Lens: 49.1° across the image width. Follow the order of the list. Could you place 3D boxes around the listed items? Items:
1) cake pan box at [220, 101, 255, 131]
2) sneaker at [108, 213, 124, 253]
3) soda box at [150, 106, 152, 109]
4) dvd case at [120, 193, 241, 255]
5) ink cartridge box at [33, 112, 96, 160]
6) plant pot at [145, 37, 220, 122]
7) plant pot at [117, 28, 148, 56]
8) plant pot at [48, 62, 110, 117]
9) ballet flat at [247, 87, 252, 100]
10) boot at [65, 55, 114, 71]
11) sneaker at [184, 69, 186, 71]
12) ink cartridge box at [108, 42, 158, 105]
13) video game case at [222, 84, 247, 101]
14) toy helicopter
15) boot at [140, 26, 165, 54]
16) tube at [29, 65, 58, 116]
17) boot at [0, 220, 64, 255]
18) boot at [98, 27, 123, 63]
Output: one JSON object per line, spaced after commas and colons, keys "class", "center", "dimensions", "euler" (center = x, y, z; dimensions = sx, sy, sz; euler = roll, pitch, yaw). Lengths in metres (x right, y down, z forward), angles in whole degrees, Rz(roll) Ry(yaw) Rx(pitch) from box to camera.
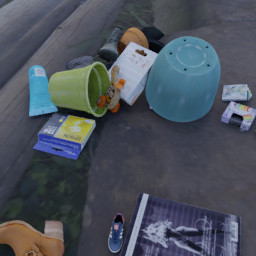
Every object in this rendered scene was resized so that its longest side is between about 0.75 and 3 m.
{"class": "cake pan box", "center": [4.425, -0.485, 11.173], "dimensions": [1.111, 0.316, 1.206], "euler": [24, 48, 26]}
{"class": "sneaker", "center": [-0.319, 2.801, 7.589], "dimensions": [0.386, 0.435, 1.029], "euler": [3, 44, 3]}
{"class": "soda box", "center": [1.592, -1.117, 11.706], "dimensions": [1.364, 0.464, 0.434], "euler": [-1, 45, 0]}
{"class": "dvd case", "center": [1.451, 3.019, 7.499], "dimensions": [2.973, 0.237, 2.211], "euler": [11, 44, 12]}
{"class": "ink cartridge box", "center": [-2.335, 0.219, 10.370], "dimensions": [1.748, 0.416, 1.768], "euler": [12, 43, 12]}
{"class": "plant pot", "center": [2.183, -2.042, 10.772], "dimensions": [2.884, 2.315, 2.884], "euler": [1, 61, -1]}
{"class": "plant pot", "center": [0.130, -4.151, 14.233], "dimensions": [1.526, 1.526, 1.068], "euler": [33, 59, 30]}
{"class": "plant pot", "center": [-2.000, -1.549, 11.244], "dimensions": [1.959, 2.131, 2.131], "euler": [4, 42, 20]}
{"class": "ballet flat", "center": [5.263, -1.495, 12.267], "dimensions": [0.326, 0.326, 0.939], "euler": [4, 43, 5]}
{"class": "boot", "center": [-1.519, -2.949, 13.331], "dimensions": [2.754, 0.961, 1.813], "euler": [-10, 43, -14]}
{"class": "sneaker", "center": [2.266, -1.987, 12.270], "dimensions": [2.737, 1.054, 1.162], "euler": [-11, 49, -11]}
{"class": "ink cartridge box", "center": [0.118, -2.382, 12.076], "dimensions": [1.902, 0.588, 2.345], "euler": [37, 88, 37]}
{"class": "video game case", "center": [4.670, -1.555, 12.248], "dimensions": [0.988, 0.119, 1.084], "euler": [1, 41, 24]}
{"class": "toy helicopter", "center": [-0.540, -1.738, 11.292], "dimensions": [0.815, 1.367, 2.067], "euler": [18, 59, -26]}
{"class": "boot", "center": [1.372, -4.760, 15.330], "dimensions": [2.377, 0.879, 1.948], "euler": [20, 46, 25]}
{"class": "tube", "center": [-3.809, -1.618, 12.154], "dimensions": [1.115, 0.726, 2.879], "euler": [-15, 50, -9]}
{"class": "boot", "center": [-2.619, 3.203, 7.065], "dimensions": [1.973, 0.757, 1.532], "euler": [2, 47, -9]}
{"class": "boot", "center": [-0.723, -3.977, 12.982], "dimensions": [0.843, 1.626, 2.489], "euler": [24, 5, -15]}
